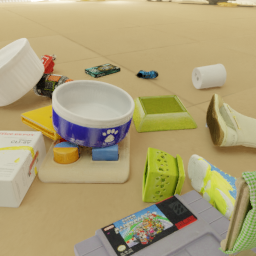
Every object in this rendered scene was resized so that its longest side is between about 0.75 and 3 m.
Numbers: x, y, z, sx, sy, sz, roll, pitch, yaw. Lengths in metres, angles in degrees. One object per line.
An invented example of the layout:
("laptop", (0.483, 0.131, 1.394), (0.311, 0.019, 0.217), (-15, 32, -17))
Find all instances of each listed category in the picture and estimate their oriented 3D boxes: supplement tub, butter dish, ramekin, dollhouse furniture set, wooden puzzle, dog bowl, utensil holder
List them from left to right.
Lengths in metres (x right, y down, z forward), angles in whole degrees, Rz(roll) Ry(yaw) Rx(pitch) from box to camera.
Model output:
("ramekin", (-4.415, -2.028, 10.421), (2.626, 1.280, 2.626), (-22, 38, 18))
("butter dish", (-3.913, -2.987, 13.621), (0.949, 0.704, 0.952), (27, 82, 43))
("supplement tub", (-2.880, -1.636, 11.008), (1.507, 0.923, 0.923), (11, 32, 16))
("wooden puzzle", (-1.070, 0.505, 7.693), (2.242, 0.560, 2.421), (1, 30, 1))
("dog bowl", (-0.949, -0.458, 7.635), (2.176, 0.857, 2.176), (8, 33, -6))
("utensil holder", (3.436, -2.182, 11.938), (1.130, 0.960, 0.960), (-11, 32, -14))
("dollhouse furniture set", (2.246, 1.701, 3.751), (1.610, 2.458, 1.234), (-14, 30, -26))

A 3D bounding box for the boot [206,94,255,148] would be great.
("boot", (3.382, -0.170, 8.408), (1.822, 0.849, 2.357), (8, 35, 2))

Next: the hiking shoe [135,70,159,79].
("hiking shoe", (0.892, -2.423, 12.956), (1.083, 0.403, 0.470), (10, 37, 35))

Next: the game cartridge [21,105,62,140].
("game cartridge", (-1.874, -0.334, 8.548), (1.804, 0.332, 2.046), (22, 31, 37))

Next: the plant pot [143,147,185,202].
("plant pot", (0.802, 1.098, 6.375), (0.842, 0.928, 0.923), (8, 31, -1))

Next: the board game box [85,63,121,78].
("board game box", (-1.247, -2.838, 13.774), (1.484, 0.209, 1.004), (-23, 37, -33))

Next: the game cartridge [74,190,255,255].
("game cartridge", (0.658, 2.170, 4.955), (2.814, 0.540, 1.824), (-17, 38, -26))

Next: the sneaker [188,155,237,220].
("sneaker", (2.101, 1.302, 6.365), (0.977, 0.704, 1.859), (4, 33, -20))

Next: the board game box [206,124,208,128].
("board game box", (3.180, -0.106, 9.094), (0.923, 0.201, 0.928), (-26, 39, -35))

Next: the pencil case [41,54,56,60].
("pencil case", (-4.363, -3.863, 15.411), (0.795, 0.309, 0.356), (-14, 7, -23))

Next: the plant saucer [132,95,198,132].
("plant saucer", (1.153, -0.620, 9.695), (2.026, 0.485, 2.023), (-4, 30, -7))

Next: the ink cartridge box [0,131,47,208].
("ink cartridge box", (-3.006, 0.884, 6.777), (1.424, 0.818, 1.962), (2, 30, 3))
